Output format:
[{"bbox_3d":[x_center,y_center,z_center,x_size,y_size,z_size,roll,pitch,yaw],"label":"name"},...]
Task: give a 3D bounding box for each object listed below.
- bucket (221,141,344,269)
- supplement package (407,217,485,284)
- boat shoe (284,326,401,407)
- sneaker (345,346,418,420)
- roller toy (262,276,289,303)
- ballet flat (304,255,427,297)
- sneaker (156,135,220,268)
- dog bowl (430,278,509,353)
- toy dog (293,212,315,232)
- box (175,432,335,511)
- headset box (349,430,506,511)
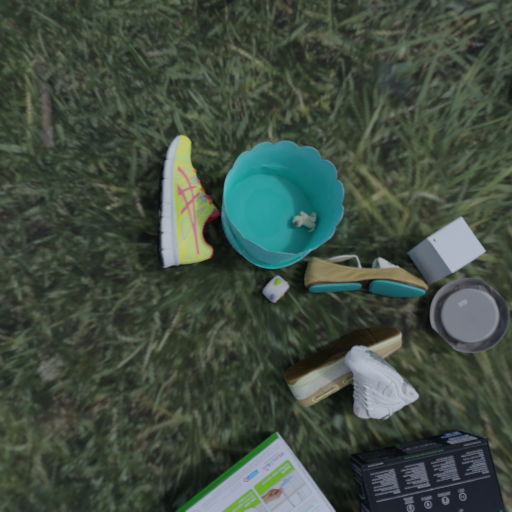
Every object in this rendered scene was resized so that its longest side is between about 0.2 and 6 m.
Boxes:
[{"bbox_3d":[0.394,-0.900,10.643,2.295,1.493,2.295,2,77,-10],"label":"bucket"},{"bbox_3d":[3.592,-0.068,10.702,0.790,1.352,0.793,-31,80,-6],"label":"supplement package"},{"bbox_3d":[1.717,2.081,10.612,2.371,0.877,0.787,-23,103,-4],"label":"boat shoe"},{"bbox_3d":[2.091,2.407,9.976,1.083,2.181,0.850,-48,40,0],"label":"sneaker"},{"bbox_3d":[0.397,0.665,11.008,0.361,0.516,0.471,42,98,8],"label":"roller toy"},{"bbox_3d":[2.141,0.344,10.931,2.380,0.817,0.750,3,68,0],"label":"ballet flat"},{"bbox_3d":[-1.336,-1.083,11.187,1.224,1.059,2.710,2,81,-13],"label":"sneaker"},{"bbox_3d":[4.074,1.149,10.670,1.423,0.417,1.423,-8,73,27],"label":"dog bowl"},{"bbox_3d":[0.953,-0.698,11.242,0.440,0.307,0.427,-2,108,-2],"label":"toy dog"},{"bbox_3d":[0.067,4.780,9.786,2.494,1.206,2.200,-37,81,-7],"label":"box"},{"bbox_3d":[3.101,4.663,9.807,2.282,1.216,2.620,-12,79,-3],"label":"headset box"}]
